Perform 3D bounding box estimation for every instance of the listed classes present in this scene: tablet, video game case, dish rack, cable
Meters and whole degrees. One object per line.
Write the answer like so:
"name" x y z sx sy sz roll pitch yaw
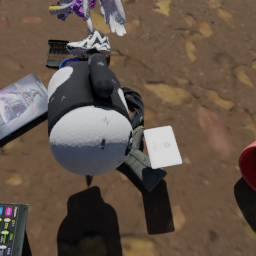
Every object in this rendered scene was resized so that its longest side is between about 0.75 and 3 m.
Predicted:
"tablet" 0.885 0.479 7.254 0.767 0.080 1.179 -10 55 -2
"video game case" -3.700 -0.685 9.192 2.349 0.223 1.678 -35 69 -15
"dish rack" -2.565 -2.699 10.138 0.818 0.291 1.066 4 64 3
"cable" -0.166 -0.514 9.039 1.433 0.446 1.757 -6 62 -9

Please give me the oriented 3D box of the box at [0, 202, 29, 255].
"box" -3.554 2.453 6.536 2.073 1.540 1.289 11 62 -24

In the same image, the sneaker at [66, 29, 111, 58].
"sneaker" -1.407 -3.110 10.156 1.553 0.620 1.010 0 63 0

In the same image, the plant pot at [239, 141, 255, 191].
"plant pot" 4.294 0.817 7.658 1.682 1.901 1.901 -36 69 -28

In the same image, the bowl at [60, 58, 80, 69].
"bowl" -1.974 -2.058 9.840 0.822 0.161 0.822 2 69 -4

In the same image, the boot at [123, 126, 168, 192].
"boot" 0.519 0.870 8.231 1.554 0.564 1.413 36 83 23

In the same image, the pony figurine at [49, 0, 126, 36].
"pony figurine" -1.070 -3.586 7.472 2.300 2.220 1.915 4 17 27

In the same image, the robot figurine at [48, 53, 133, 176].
"robot figurine" -0.818 -0.306 5.978 1.706 2.054 2.734 -24 47 9
